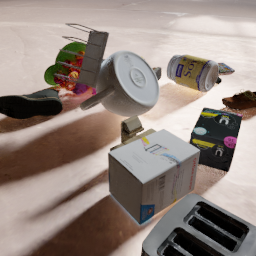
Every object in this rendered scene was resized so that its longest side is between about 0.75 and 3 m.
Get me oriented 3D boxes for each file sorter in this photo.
[{"bbox_3d":[-1.773,-2.689,10.275,1.269,2.038,1.414,8,13,-36],"label":"file sorter"}]

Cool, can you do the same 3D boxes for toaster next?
[{"bbox_3d":[1.414,2.582,5.571,2.201,1.306,1.990,26,40,34],"label":"toaster"}]

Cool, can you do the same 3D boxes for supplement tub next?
[{"bbox_3d":[3.085,-2.683,13.478,2.109,1.533,1.533,25,41,34],"label":"supplement tub"}]

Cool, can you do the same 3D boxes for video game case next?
[{"bbox_3d":[4.854,-3.333,15.732,1.815,0.164,1.299,-8,33,-12],"label":"video game case"}]

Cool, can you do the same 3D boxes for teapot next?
[{"bbox_3d":[-0.289,-1.518,11.186,2.851,2.082,2.814,27,52,-32],"label":"teapot"}]

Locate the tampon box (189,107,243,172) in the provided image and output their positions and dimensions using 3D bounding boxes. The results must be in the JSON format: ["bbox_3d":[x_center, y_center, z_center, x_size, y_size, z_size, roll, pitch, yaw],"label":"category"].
[{"bbox_3d":[2.868,0.310,9.212,1.363,1.148,1.819,14,35,20],"label":"tampon box"}]

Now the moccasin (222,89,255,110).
[{"bbox_3d":[5.099,-1.278,11.888,2.312,0.893,0.846,-3,33,-5],"label":"moccasin"}]

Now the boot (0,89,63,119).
[{"bbox_3d":[-4.118,-1.155,11.825,2.559,0.991,1.770,4,26,-18],"label":"boot"}]

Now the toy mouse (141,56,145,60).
[{"bbox_3d":[0.169,-3.790,16.197,1.900,0.414,2.138,-11,35,-17],"label":"toy mouse"}]

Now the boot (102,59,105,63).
[{"bbox_3d":[-0.495,-2.679,14.270,2.158,0.858,2.479,5,39,1],"label":"boot"}]

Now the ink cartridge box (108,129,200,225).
[{"bbox_3d":[0.680,1.196,7.539,2.000,1.472,1.447,-22,38,-31],"label":"ink cartridge box"}]

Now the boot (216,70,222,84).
[{"bbox_3d":[4.635,-2.624,14.473,0.795,0.445,1.149,32,58,33],"label":"boot"}]

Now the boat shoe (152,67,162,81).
[{"bbox_3d":[0.993,-2.536,13.998,0.795,0.839,2.216,12,25,23],"label":"boat shoe"}]

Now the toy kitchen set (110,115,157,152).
[{"bbox_3d":[0.603,0.592,8.477,1.800,1.468,1.624,-25,41,-33],"label":"toy kitchen set"}]

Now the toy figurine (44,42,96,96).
[{"bbox_3d":[-2.216,-2.364,13.062,2.794,2.098,2.572,-36,53,-12],"label":"toy figurine"}]
